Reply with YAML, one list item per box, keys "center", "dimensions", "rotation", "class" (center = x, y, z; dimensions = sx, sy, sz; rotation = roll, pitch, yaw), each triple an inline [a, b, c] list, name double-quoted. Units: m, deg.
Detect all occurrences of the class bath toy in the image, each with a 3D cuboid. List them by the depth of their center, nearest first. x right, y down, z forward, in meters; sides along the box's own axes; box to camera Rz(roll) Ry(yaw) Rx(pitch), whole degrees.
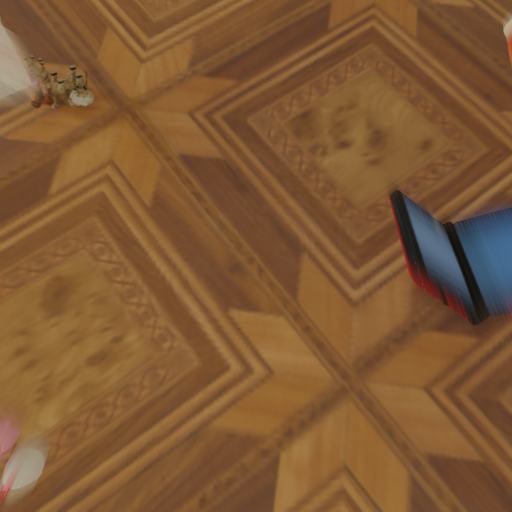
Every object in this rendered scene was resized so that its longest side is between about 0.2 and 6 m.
- center: [-2.638, 1.831, 5.458]
  dimensions: [1.208, 0.525, 0.446]
  rotation: [46, 35, -7]
  class: "bath toy"

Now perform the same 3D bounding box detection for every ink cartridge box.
- center: [-3.081, -2.028, 6.027]
  dimensions: [1.012, 0.732, 0.426]
  rotation: [-28, 44, -12]
  class: "ink cartridge box"

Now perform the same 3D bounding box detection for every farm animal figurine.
- center: [-3.462, -2.901, 9.646]
  dimensions: [1.146, 0.604, 1.159]
  rotation: [-12, 58, -18]
  class: "farm animal figurine"

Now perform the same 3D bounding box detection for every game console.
- center: [2.183, -0.170, 5.610]
  dimensions: [1.328, 0.914, 1.540]
  rotation: [33, 32, -20]
  class: "game console"

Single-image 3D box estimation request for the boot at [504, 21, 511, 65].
- center: [3.634, -2.706, 6.293]
  dimensions: [0.663, 1.768, 0.948]
  rotation: [-4, 75, -38]
  class: "boot"
